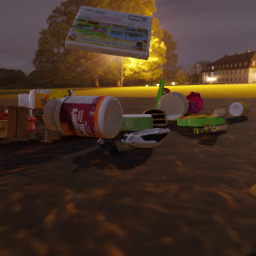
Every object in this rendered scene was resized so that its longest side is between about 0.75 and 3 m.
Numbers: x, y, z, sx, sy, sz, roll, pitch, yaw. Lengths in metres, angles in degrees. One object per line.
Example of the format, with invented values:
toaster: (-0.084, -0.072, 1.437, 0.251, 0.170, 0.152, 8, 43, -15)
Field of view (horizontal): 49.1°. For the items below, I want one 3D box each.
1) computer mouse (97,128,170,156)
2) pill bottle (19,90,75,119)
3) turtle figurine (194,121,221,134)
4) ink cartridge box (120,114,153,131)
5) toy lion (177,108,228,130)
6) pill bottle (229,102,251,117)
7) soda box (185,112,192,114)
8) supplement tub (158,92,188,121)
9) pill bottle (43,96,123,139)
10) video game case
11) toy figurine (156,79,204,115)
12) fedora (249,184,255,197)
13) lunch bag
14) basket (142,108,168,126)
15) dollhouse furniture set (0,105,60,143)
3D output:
computer mouse: (0.213, 0.323, 6.628, 1.804, 0.396, 0.989, -10, 6, -23)
pill bottle: (-3.811, -1.124, 13.265, 2.503, 1.367, 1.367, -3, 8, -18)
turtle figurine: (2.478, 0.035, 8.864, 0.741, 0.296, 0.919, -10, 21, -6)
ink cartridge box: (-0.003, -0.203, 9.846, 1.668, 0.495, 0.866, 0, 8, -1)
toy lion: (2.758, -0.298, 10.544, 1.852, 0.663, 1.932, -5, 6, 18)
pill bottle: (5.868, -0.980, 14.549, 0.740, 0.740, 1.355, 7, 11, 42)
soda box: (2.861, -1.048, 15.989, 1.490, 0.477, 0.505, -2, 7, -9)
supplement tub: (2.054, -0.995, 12.686, 1.284, 1.284, 1.767, 2, 8, 15)
pill bottle: (-1.373, -0.358, 8.366, 2.213, 1.212, 1.212, 4, 9, 26)
video game case: (-0.607, -3.691, 10.721, 2.995, 0.343, 2.725, 9, 49, -1)
toy figurine: (2.829, -1.337, 14.856, 2.433, 1.985, 2.644, 9, 30, -1)
fedora: (1.753, 0.829, 3.069, 0.788, 0.321, 0.788, -1, 7, 0)
lunch bag: (-3.836, -0.244, 9.486, 1.314, 0.538, 1.157, 17, 10, 16)
basket: (1.045, -0.431, 10.908, 0.924, 0.659, 0.688, -1, 7, -3)
dollhouse furniture set: (-2.781, -0.119, 7.658, 1.775, 0.920, 0.786, 5, 3, 15)
